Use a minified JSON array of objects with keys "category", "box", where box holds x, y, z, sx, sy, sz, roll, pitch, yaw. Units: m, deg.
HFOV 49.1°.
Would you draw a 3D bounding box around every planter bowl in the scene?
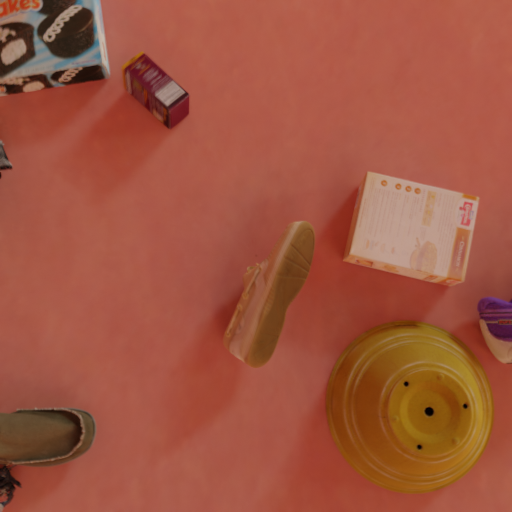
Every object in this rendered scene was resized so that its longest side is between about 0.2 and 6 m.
[{"category":"planter bowl","box":[2.632,2.458,9.014,2.880,1.199,2.880,0,81,-1]}]

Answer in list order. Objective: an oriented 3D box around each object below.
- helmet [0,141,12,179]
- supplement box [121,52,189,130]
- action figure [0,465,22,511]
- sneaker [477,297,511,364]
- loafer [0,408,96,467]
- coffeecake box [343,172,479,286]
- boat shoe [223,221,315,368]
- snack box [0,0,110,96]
[{"category":"helmet","box":[-5.535,-1.846,9.315,2.337,2.337,2.228,-42,98,-6]},{"category":"supplement box","box":[-1.815,-2.986,10.156,1.226,0.676,0.525,43,72,6]},{"category":"action figure","box":[-4.321,3.904,8.998,0.778,0.668,1.310,20,71,13]},{"category":"sneaker","box":[5.357,0.579,9.288,3.431,1.383,1.431,-21,75,-3]},{"category":"loafer","box":[-3.890,2.969,9.022,2.538,0.884,0.955,-7,72,-1]},{"category":"coffeecake box","box":[2.669,-0.447,9.734,1.968,0.719,1.510,14,81,2]},{"category":"boat shoe","box":[0.152,0.536,9.465,0.894,0.952,2.583,18,79,38]},{"category":"snack box","box":[-4.629,-4.073,10.384,3.517,0.652,2.043,-10,81,-2]}]
